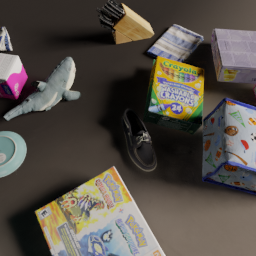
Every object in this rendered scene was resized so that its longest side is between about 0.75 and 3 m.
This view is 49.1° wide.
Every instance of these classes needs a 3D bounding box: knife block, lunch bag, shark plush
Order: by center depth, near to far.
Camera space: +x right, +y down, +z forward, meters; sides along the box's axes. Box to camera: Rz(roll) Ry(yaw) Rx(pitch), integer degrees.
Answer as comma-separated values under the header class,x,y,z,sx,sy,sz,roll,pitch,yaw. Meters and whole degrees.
class,x,y,z,sx,sy,sz,roll,pitch,yaw
lunch bag,3.726,0.642,8.204,2.705,1.675,2.299,18,58,-9
shark plush,-3.025,-1.317,9.599,2.914,1.214,1.324,-30,63,-17
knife block,-0.078,-4.355,11.013,2.248,1.973,0.719,-12,61,-8

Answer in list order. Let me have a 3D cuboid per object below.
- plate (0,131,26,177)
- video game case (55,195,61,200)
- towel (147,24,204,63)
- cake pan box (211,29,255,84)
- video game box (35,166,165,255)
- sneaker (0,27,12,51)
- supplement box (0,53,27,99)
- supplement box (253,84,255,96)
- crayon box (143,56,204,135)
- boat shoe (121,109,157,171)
class,x,y,z,sx,sy,sz,roll,pitch,yaw
plate,-4.109,0.780,8.913,1.674,0.214,1.674,0,58,-1
video game case,-1.918,2.435,7.963,0.739,0.104,0.818,25,62,15
towel,1.949,-3.406,11.450,1.536,0.249,2.091,33,64,19
cake pan box,4.564,-2.734,10.411,2.681,0.761,2.911,5,46,2
video game box,-0.761,2.752,7.251,2.464,0.633,2.705,-29,65,-10
sneaker,-5.208,-3.588,11.411,0.713,0.499,1.235,-17,62,-12
supplement box,-5.006,-1.943,10.022,2.277,1.152,1.177,7,59,4
supplement box,4.907,-1.169,9.895,0.545,0.556,1.076,0,59,0
crayon box,1.642,-1.349,9.700,1.799,0.738,2.862,14,58,-6
boat shoe,0.307,0.333,8.902,0.794,0.686,2.187,-17,60,-10
